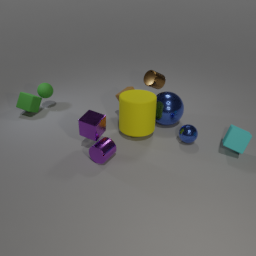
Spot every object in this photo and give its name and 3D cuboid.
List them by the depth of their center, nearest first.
[{"bbox_3d":[-0.863,0.767,9.571,0.700,0.700,0.700,18,36,27],"label":"cylinder"},{"bbox_3d":[-1.227,-0.094,9.705,0.700,0.700,0.700,19,42,18],"label":"cube"},{"bbox_3d":[3.777,0.373,9.742,0.700,0.700,0.700,25,16,10],"label":"cube"},{"bbox_3d":[2.239,0.212,10.405,0.700,0.700,0.700,0,31,0],"label":"ball"},{"bbox_3d":[0.359,-0.590,10.732,1.400,1.400,1.400,1,27,0],"label":"cylinder"},{"bbox_3d":[1.599,-0.803,11.545,1.400,1.400,1.400,0,31,0],"label":"ball"},{"bbox_3d":[0.004,-1.257,11.681,0.700,0.700,0.700,-36,16,-10],"label":"cube"},{"bbox_3d":[1.154,-2.095,12.180,0.700,0.700,0.700,10,17,-45],"label":"cylinder"},{"bbox_3d":[-4.343,-1.125,12.317,0.700,0.700,0.700,19,5,14],"label":"cube"},{"bbox_3d":[-3.715,-1.682,12.590,0.700,0.700,0.700,0,31,0],"label":"ball"}]
